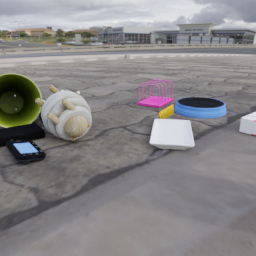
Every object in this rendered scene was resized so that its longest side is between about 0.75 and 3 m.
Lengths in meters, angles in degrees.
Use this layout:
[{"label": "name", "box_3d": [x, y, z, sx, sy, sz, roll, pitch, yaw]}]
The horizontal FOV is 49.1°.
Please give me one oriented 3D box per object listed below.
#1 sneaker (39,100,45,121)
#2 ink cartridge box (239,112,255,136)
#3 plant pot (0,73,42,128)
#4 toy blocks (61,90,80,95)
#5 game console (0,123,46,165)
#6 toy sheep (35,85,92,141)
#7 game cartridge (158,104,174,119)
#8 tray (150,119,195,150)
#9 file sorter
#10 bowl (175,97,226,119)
[{"label": "sneaker", "box_3d": [-2.939, -0.612, 11.649, 2.199, 0.864, 0.980, 24, 20, 37]}, {"label": "ink cartridge box", "box_3d": [4.965, -0.160, 10.444, 1.374, 0.580, 0.995, -17, 25, -40]}, {"label": "plant pot", "box_3d": [-4.695, -1.037, 11.366, 2.056, 2.056, 2.198, -9, 6, -24]}, {"label": "toy blocks", "box_3d": [-2.854, -1.154, 13.312, 1.013, 1.084, 0.913, 2, -17, -31]}, {"label": "game console", "box_3d": [-3.377, 0.462, 9.030, 1.722, 0.352, 2.919, -13, 24, -33]}, {"label": "toy sheep", "box_3d": [-2.194, -0.517, 9.733, 1.810, 1.810, 2.625, -11, 38, -29]}, {"label": "game cartridge", "box_3d": [1.542, -0.606, 11.314, 0.672, 0.762, 0.124, -31, 67, -4]}, {"label": "tray", "box_3d": [1.545, 0.203, 9.863, 1.395, 0.288, 2.598, 2, 20, 9]}, {"label": "file sorter", "box_3d": [1.448, -1.847, 14.456, 1.248, 1.126, 1.796, 11, 22, 29]}, {"label": "bowl", "box_3d": [3.355, -0.992, 13.025, 2.353, 0.462, 2.353, 0, 19, 0]}]
